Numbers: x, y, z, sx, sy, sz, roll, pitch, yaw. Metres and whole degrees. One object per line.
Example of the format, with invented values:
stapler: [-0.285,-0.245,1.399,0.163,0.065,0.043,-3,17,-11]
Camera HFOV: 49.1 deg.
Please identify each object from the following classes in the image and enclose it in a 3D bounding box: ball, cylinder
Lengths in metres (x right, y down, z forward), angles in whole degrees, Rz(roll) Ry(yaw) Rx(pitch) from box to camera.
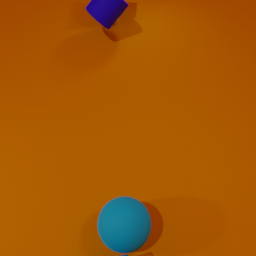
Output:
ball: [-0.079,2.083,6.081,1.166,1.166,1.166,0,57,0]
cylinder: [-0.711,-4.124,9.517,1.055,1.055,1.055,-46,61,18]

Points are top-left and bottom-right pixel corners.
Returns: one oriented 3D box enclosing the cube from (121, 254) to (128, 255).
cube: [-0.448,3.274,5.287,1.235,1.235,1.235,-12,58,-7]
